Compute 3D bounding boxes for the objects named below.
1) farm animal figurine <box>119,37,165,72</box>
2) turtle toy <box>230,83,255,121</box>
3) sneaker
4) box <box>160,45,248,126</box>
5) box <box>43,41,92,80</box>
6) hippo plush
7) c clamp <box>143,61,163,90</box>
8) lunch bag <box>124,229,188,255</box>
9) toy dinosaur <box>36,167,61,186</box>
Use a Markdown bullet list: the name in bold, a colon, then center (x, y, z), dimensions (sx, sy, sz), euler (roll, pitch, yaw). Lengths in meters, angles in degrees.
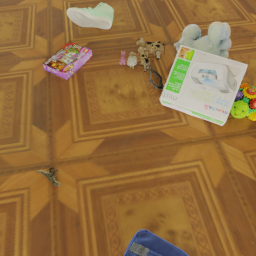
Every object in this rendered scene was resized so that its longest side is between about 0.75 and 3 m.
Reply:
- **farm animal figurine**: center (0.617, -3.453, 12.634), dimensions (1.540, 0.959, 1.907), euler (32, 59, 22)
- **turtle toy**: center (4.517, -0.995, 10.782), dimensions (1.388, 0.962, 1.904), euler (31, 61, 21)
- **sneaker**: center (-1.892, -5.984, 14.575), dimensions (2.369, 0.872, 1.397), euler (13, 59, -2)
- **box**: center (2.720, -1.533, 10.359), dimensions (2.471, 1.195, 2.181), euler (22, 88, 13)
- **box**: center (-2.722, -3.110, 12.737), dimensions (1.317, 0.376, 1.925), euler (25, 57, 18)
- **hippo plush**: center (3.275, -3.566, 12.540), dimensions (1.995, 1.976, 2.481), euler (21, 95, 37)
- **c clamp**: center (1.056, -2.134, 11.739), dimensions (1.042, 0.165, 1.220), euler (24, 44, -31)
- **lunch bag**: center (0.745, 3.578, 7.220), dimensions (1.784, 1.181, 1.212), euler (23, 57, 17)
- **toy dinosaur**: center (-2.583, 1.536, 9.365), dimensions (1.030, 0.244, 0.454), euler (28, 64, 23)
